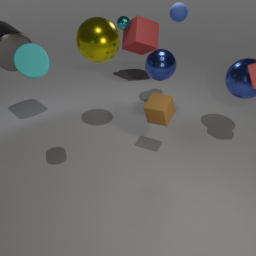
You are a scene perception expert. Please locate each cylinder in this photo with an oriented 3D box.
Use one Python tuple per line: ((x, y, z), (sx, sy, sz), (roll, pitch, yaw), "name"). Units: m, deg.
((-2.092, -1.446, 6.134), (0.700, 0.700, 0.700), (-8, 10, -14), "cylinder")
((-4.343, -2.935, 10.021), (1.400, 1.400, 1.400), (-26, 48, -37), "cylinder")

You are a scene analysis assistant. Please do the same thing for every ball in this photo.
((1.977, -4.512, 10.936), (0.700, 0.700, 0.700), (0, 30, 0), "ball")
((-0.224, -5.345, 14.285), (0.700, 0.700, 0.700), (0, 30, 0), "ball")
((4.108, -1.708, 9.730), (1.400, 1.400, 1.400), (0, 30, 0), "ball")
((1.454, -2.804, 12.478), (1.400, 1.400, 1.400), (0, 30, 0), "ball")
((-0.949, -2.775, 8.881), (1.400, 1.400, 1.400), (0, 30, 0), "ball")

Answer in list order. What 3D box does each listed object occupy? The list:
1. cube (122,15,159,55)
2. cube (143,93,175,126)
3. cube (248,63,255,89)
((0.655, -4.857, 14.842), (1.400, 1.400, 1.400), (7, -6, -32), "cube")
((0.987, -0.580, 8.739), (0.700, 0.700, 0.700), (13, 54, 28), "cube")
((4.045, -1.641, 8.414), (0.700, 0.700, 0.700), (-15, 9, 26), "cube")
